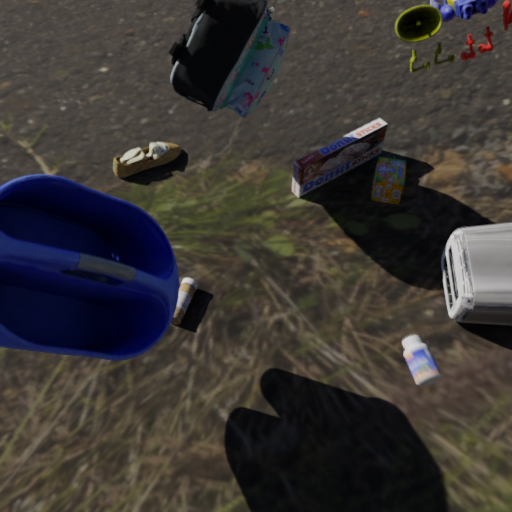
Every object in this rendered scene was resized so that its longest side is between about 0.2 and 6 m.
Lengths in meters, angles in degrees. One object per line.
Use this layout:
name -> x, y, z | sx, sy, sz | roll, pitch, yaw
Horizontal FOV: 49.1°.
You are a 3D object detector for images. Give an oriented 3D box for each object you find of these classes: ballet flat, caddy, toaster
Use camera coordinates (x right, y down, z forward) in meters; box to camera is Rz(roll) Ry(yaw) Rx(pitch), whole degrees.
ballet flat -> -2.478, -2.289, 12.833 | 1.683, 0.530, 0.578 | -28, 58, -20
caddy -> -2.440, 0.232, 7.536 | 1.656, 3.155, 2.231 | -9, 71, 39
toaster -> 4.290, 0.422, 10.312 | 1.422, 1.251, 2.202 | 0, 63, 4

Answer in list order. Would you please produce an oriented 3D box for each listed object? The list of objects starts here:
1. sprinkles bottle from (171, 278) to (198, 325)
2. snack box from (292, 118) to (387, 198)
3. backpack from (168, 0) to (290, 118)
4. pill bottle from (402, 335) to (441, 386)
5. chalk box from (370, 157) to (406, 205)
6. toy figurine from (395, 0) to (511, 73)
sprinkles bottle -> -1.403, 0.850, 10.570 | 0.308, 0.308, 0.904 | 15, 54, 11
snack box -> 1.871, -2.205, 12.531 | 2.502, 0.900, 0.304 | -29, 58, -21
backpack -> -0.487, -3.765, 10.530 | 1.886, 2.224, 2.505 | 27, 12, -12
pill bottle -> 2.142, 1.362, 7.333 | 0.339, 0.339, 0.605 | -12, 55, -9
chalk box -> 2.927, -1.740, 12.350 | 0.635, 0.638, 1.026 | 9, 52, 7
toy figurine -> 3.664, -4.327, 10.141 | 2.277, 1.201, 1.364 | -15, 32, 16
